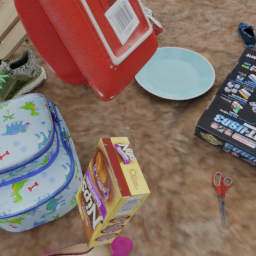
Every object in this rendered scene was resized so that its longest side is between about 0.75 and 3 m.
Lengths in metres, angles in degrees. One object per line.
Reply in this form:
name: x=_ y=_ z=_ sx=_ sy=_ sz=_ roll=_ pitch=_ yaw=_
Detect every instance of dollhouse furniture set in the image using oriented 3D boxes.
dollhouse furniture set: x=-2.421 y=-2.282 z=8.617 sx=2.210 sy=2.712 sz=2.579 roll=-43 pitch=56 yaw=12

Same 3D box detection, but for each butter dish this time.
butter dish: x=-1.074 y=-2.179 z=5.748 sx=2.189 sy=2.953 sz=2.961 roll=-13 pitch=28 yaw=36

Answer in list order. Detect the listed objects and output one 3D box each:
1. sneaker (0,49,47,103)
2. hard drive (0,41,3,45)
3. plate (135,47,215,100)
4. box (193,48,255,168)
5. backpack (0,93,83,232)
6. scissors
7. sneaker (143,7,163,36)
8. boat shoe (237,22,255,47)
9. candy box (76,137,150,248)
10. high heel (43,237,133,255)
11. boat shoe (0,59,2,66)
sneaker: x=-3.571 y=-1.327 z=7.974 sx=1.069 sy=1.232 sz=2.780 roll=24 pitch=55 yaw=18
hard drive: x=-5.120 y=-2.541 z=9.094 sx=2.344 sy=0.313 sz=1.546 roll=-10 pitch=18 yaw=-8
plate: x=1.443 y=-1.711 z=8.889 sx=2.528 sy=0.323 sz=2.528 roll=0 pitch=52 yaw=0
box: x=3.682 y=-0.375 z=7.112 sx=2.952 sy=0.733 sz=2.930 roll=29 pitch=72 yaw=22
backpack: x=-2.263 y=0.693 z=5.928 sx=2.332 sy=1.872 sz=2.548 roll=-22 pitch=58 yaw=-13
scissors: x=2.085 y=1.568 z=6.373 sx=0.480 sy=0.091 sz=1.312 roll=18 pitch=54 yaw=11
sneaker: x=0.731 y=-4.181 z=10.624 sx=0.799 sy=0.757 sz=1.945 roll=-24 pitch=55 yaw=-20
boat shoe: x=4.451 y=-3.526 z=10.264 sx=0.582 sy=0.475 sz=1.383 roll=-5 pitch=51 yaw=-4
candy box: x=-0.268 y=0.845 z=3.525 sx=0.384 sy=1.360 sz=0.794 roll=-2 pitch=49 yaw=-27
high heel: x=-0.736 y=2.366 z=5.206 sx=1.766 sy=0.849 sz=0.595 roll=-18 pitch=53 yaw=-14
boat shoe: x=-4.909 y=-2.126 z=9.038 sx=1.681 sy=0.605 sz=0.571 roll=-18 pitch=54 yaw=-14
